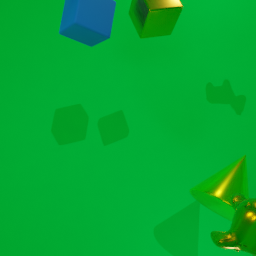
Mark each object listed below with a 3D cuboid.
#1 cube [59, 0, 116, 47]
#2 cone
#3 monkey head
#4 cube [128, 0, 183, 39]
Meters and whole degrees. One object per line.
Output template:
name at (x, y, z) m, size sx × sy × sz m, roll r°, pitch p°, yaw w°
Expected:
cube at (-0.871, -2.355, 5.992) m, size 0.835 × 0.835 × 0.835 m, roll 13°, pitch 83°, yaw -35°
cone at (2.292, 1.150, 6.152) m, size 1.372 × 1.372 × 1.377 m, roll 32°, pitch 73°, yaw 9°
monkey head at (1.670, 1.365, 3.950) m, size 0.917 × 1.275 × 0.768 m, roll 6°, pitch 95°, yaw -4°
cube at (0.542, -2.414, 5.761) m, size 0.754 × 0.754 × 0.754 m, roll -14°, pitch 67°, yaw -19°
